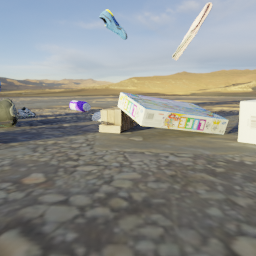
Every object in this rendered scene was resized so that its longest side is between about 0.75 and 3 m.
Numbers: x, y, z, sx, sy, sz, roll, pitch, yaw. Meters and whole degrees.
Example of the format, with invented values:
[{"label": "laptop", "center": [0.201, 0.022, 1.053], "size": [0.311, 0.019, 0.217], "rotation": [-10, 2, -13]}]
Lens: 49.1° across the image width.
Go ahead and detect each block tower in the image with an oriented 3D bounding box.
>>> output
[{"label": "block tower", "center": [-0.193, -0.377, 9.923], "size": [0.714, 0.765, 2.645], "rotation": [2, 9, 16]}]

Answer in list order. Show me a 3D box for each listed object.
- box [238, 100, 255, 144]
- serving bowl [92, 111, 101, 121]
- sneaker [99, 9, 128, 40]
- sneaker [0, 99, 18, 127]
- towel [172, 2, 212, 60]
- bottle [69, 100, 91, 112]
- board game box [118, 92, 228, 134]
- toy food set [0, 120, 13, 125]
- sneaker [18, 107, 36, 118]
[{"label": "box", "center": [3.737, -0.211, 7.525], "size": [0.843, 1.076, 1.730], "rotation": [8, 11, 44]}, {"label": "serving bowl", "center": [-1.020, -0.545, 12.359], "size": [1.147, 0.377, 1.147], "rotation": [0, 7, 0]}, {"label": "sneaker", "center": [-0.538, -3.596, 10.018], "size": [0.490, 1.250, 0.412], "rotation": [-49, 22, -16]}, {"label": "sneaker", "center": [-4.828, -0.382, 9.831], "size": [2.696, 1.017, 1.069], "rotation": [-5, 12, 41]}, {"label": "towel", "center": [2.295, -3.443, 10.120], "size": [0.275, 1.627, 1.703], "rotation": [33, -22, -2]}, {"label": "bottle", "center": [-2.840, -1.311, 16.781], "size": [0.780, 0.610, 1.868], "rotation": [6, 4, -35]}, {"label": "board game box", "center": [1.329, -0.462, 8.618], "size": [2.829, 0.484, 1.902], "rotation": [6, 18, -23]}, {"label": "toy food set", "center": [-4.440, 0.228, 6.993], "size": [2.930, 0.462, 1.863], "rotation": [-5, 5, 23]}, {"label": "sneaker", "center": [-4.864, -0.773, 13.507], "size": [0.435, 0.519, 1.173], "rotation": [1, 7, 16]}]
